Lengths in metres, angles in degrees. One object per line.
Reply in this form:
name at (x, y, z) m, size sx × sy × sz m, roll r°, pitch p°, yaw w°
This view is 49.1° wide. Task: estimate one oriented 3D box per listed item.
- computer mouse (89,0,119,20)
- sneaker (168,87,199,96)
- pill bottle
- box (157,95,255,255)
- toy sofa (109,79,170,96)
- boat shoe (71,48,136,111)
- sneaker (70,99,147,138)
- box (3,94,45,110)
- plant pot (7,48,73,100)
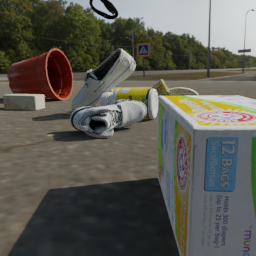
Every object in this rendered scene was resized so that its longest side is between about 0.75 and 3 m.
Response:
computer mouse at (-1.051, -3.816, 7.177) m, size 0.742 × 0.431 × 2.533 m, roll -17°, pitch -38°, yaw 25°
sneaker at (1.974, -1.450, 12.750) m, size 2.441 × 0.915 × 1.031 m, roll 3°, pitch 16°, yaw 14°
pill bottle at (0.042, -0.824, 9.449) m, size 1.823 × 1.014 × 1.014 m, roll 2°, pitch 12°, yaw 19°
box at (0.992, 0.352, 3.007) m, size 1.142 × 1.267 × 2.253 m, roll 0°, pitch 13°, yaw 0°
toy sofa at (0.238, -1.149, 11.408) m, size 2.724 × 1.329 × 1.128 m, roll -2°, pitch 37°, yaw -10°
boat shoe at (-1.083, -1.652, 9.947) m, size 2.932 × 1.055 × 0.963 m, roll -34°, pitch -42°, yaw 18°
sneaker at (-0.360, -0.235, 7.203) m, size 2.124 × 0.798 × 1.221 m, roll -9°, pitch 14°, yaw -18°
box at (-4.395, -1.120, 11.896) m, size 1.558 × 0.606 × 0.740 m, roll 4°, pitch 12°, yaw 17°
plant pot at (-4.938, -2.783, 15.651) m, size 2.718 × 2.795 × 2.795 m, roll -5°, pitch 9°, yaw 18°
